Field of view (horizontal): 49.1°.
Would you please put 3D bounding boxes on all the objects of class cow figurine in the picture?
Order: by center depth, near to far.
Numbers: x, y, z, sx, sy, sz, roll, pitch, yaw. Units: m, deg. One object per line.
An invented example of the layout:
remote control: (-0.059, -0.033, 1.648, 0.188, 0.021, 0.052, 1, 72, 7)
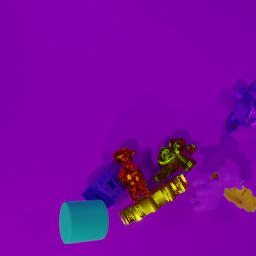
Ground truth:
cow figurine: (2.170, 1.509, 6.825, 1.187, 0.662, 1.206, -3, 120, -3)
cow figurine: (0.079, 1.259, 8.092, 0.774, 1.387, 1.409, -29, 101, 7)

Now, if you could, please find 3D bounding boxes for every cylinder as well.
cylinder: (-1.127, 2.345, 7.092, 0.981, 0.981, 0.981, 5, 87, -28)

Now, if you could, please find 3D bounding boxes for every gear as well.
gear: (2.769, 1.667, 7.358, 1.315, 1.315, 0.243, 43, 79, 2)
gear: (0.696, 1.926, 7.629, 2.020, 2.020, 0.374, -31, 80, -1)

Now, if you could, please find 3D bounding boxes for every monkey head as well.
monkey head: (1.462, 0.955, 8.102, 1.696, 1.022, 1.220, -40, 50, -13)
monkey head: (3.443, -0.672, 8.115, 1.324, 1.109, 1.840, 35, 90, -10)

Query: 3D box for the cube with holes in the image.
cube with holes: (-0.672, 1.795, 7.996, 0.782, 0.782, 0.782, 47, 123, 2)
